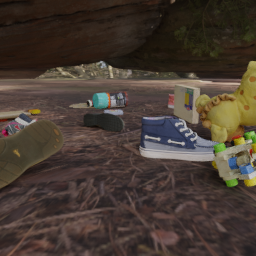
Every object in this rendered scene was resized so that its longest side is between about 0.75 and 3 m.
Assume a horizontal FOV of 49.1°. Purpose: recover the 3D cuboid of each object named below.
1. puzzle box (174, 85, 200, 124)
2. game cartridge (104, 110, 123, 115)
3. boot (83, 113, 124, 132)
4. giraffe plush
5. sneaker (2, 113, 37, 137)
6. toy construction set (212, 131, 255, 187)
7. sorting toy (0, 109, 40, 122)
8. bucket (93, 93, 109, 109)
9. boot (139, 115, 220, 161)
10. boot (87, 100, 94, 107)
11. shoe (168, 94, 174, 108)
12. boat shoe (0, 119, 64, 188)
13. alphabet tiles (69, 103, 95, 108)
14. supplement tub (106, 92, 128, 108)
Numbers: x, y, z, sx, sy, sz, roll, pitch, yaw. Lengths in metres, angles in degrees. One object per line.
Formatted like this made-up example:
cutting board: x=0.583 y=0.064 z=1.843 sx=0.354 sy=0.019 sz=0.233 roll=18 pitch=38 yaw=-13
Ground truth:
puzzle box: x=2.565 y=-1.116 z=12.457 sx=0.282 sy=1.475 sz=2.217 roll=-2 pitch=14 yaw=-11
game cartridge: x=-0.714 y=-0.770 z=13.853 sx=0.927 sy=0.190 sz=0.617 roll=-2 pitch=17 yaw=-7
boot: x=-0.693 y=-0.328 z=11.002 sx=1.926 sy=0.652 sz=1.258 roll=11 pitch=11 yaw=34
giraffe plush: x=3.481 y=-0.456 z=8.508 sx=2.415 sy=2.978 sz=2.569 roll=-29 pitch=15 yaw=14
sneaker: x=-2.909 y=0.264 z=8.170 sx=0.846 sy=0.913 sz=2.265 roll=-41 pitch=33 yaw=-25
toy construction set: x=2.756 y=0.560 z=5.928 sx=2.430 sy=1.119 sz=1.593 roll=0 pitch=-13 yaw=-36
sorting toy: x=-5.109 y=-0.578 z=12.830 sx=2.297 sy=0.308 sz=1.712 roll=-9 pitch=11 yaw=-35
bucket: x=-1.527 y=-1.506 z=15.483 sx=0.601 sy=0.924 sz=0.924 roll=-4 pitch=13 yaw=-31
boot: x=1.477 y=0.242 z=7.426 sx=2.344 sy=1.059 sz=0.853 roll=1 pitch=13 yaw=4
boot: x=-1.908 y=-1.415 z=15.924 sx=0.768 sy=0.386 sz=1.065 roll=-2 pitch=10 yaw=-14
shoe: x=3.003 y=-1.462 z=15.421 sx=1.748 sy=0.795 sz=0.625 roll=10 pitch=16 yaw=36
boat shoe: x=-2.709 y=0.728 z=5.894 sx=0.995 sy=1.060 sz=2.945 roll=-32 pitch=-3 yaw=41
alphabet tiles: x=-2.357 y=-1.315 z=16.436 sx=1.967 sy=0.062 sz=1.637 roll=1 pitch=13 yaw=4
supplement tub: x=-0.831 y=-1.583 z=15.764 sx=1.594 sy=0.853 sz=0.853 roll=-5 pitch=14 yaw=-13
